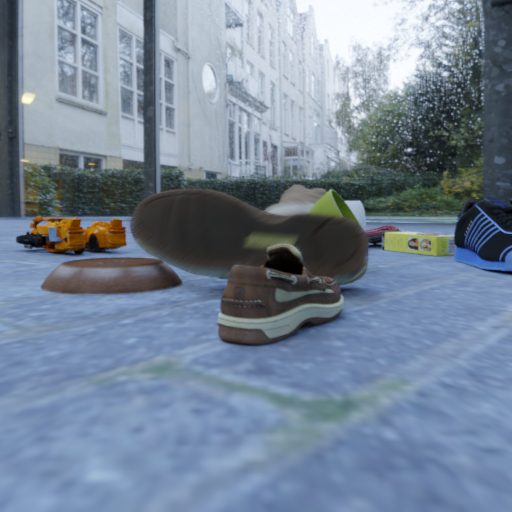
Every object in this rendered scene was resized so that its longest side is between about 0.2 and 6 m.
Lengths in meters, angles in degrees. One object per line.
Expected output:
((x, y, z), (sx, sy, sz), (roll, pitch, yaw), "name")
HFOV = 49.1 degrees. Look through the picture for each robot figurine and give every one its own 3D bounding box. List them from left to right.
((-3.950, -0.467, 11.981), (1.869, 0.750, 2.577), (-3, 6, -43), "robot figurine")

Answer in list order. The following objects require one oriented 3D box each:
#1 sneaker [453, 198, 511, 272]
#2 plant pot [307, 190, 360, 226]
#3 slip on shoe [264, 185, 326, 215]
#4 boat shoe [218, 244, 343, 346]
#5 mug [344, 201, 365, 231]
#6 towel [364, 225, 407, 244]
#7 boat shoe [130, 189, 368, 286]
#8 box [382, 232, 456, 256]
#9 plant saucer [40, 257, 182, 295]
((3.878, -0.363, 8.797), (1.000, 1.111, 2.853), (0, 5, -6), "sneaker")
((0.931, -0.310, 8.075), (0.976, 0.913, 0.913), (-33, -7, 19), "plant pot")
((0.762, -0.788, 10.263), (1.234, 0.983, 3.246), (-37, -14, 29), "slip on shoe")
((0.305, 0.232, 4.670), (0.670, 0.672, 1.815), (2, 6, 23), "boat shoe")
((3.094, -1.237, 18.421), (0.948, 1.125, 1.283), (0, 5, 1), "mug")
((3.019, -0.497, 13.318), (1.161, 0.183, 1.612), (-8, -8, 32), "towel")
((-0.104, -0.039, 6.698), (2.817, 1.009, 1.073), (13, -19, 14), "boat shoe")
((3.376, -0.268, 11.639), (0.633, 0.422, 1.683), (-2, 5, -26), "box")
((-1.777, 0.216, 6.964), (1.704, 0.312, 1.704), (-1, 6, 0), "plant saucer")
